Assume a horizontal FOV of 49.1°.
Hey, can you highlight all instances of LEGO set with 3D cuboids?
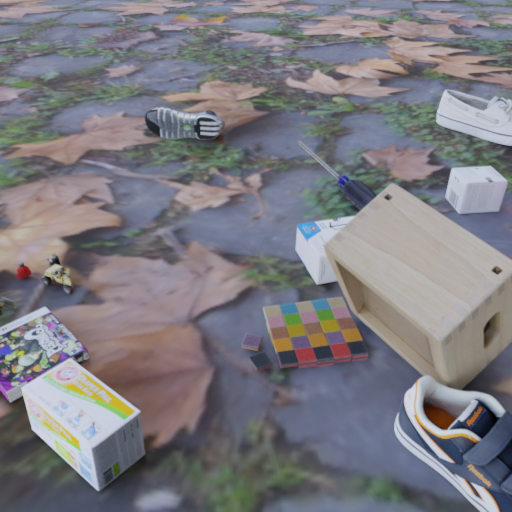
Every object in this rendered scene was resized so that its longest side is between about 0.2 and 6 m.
[{"bbox_3d":[-3.776,0.397,7.783,1.502,0.655,2.312,25,42,31],"label":"LEGO set"}]

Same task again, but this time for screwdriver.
[{"bbox_3d":[1.551,-1.596,10.890,0.447,0.429,3.072,18,24,-31],"label":"screwdriver"}]

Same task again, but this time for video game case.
[{"bbox_3d":[-2.849,1.193,7.031,1.048,0.207,1.157,-28,44,-34],"label":"video game case"}]

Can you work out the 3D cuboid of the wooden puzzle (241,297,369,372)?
[{"bbox_3d":[0.734,1.004,7.365,1.919,0.135,1.138,-6,35,-8],"label":"wooden puzzle"}]

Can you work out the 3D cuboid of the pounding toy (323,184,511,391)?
[{"bbox_3d":[2.062,0.319,6.737,1.564,2.200,2.026,-41,52,-7],"label":"pounding toy"}]

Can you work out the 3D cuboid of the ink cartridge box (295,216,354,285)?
[{"bbox_3d":[1.382,-0.133,8.633,1.308,0.552,0.955,-10,36,-14],"label":"ink cartridge box"}]

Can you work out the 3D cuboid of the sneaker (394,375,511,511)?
[{"bbox_3d":[2.292,1.948,5.447,2.033,0.807,0.797,29,43,33],"label":"sneaker"}]

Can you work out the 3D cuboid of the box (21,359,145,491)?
[{"bbox_3d":[-1.807,1.719,5.848,1.203,0.677,0.610,25,38,32],"label":"box"}]

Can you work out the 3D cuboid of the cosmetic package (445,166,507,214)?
[{"bbox_3d":[3.944,-1.188,10.078,0.767,0.633,0.632,-5,35,-7],"label":"cosmetic package"}]

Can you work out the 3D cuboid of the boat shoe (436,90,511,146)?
[{"bbox_3d":[5.436,-3.188,12.742,2.649,0.870,0.953,29,44,35],"label":"boat shoe"}]

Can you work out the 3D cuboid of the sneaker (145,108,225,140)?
[{"bbox_3d":[-1.566,-3.061,12.890,1.810,0.679,1.045,13,26,12],"label":"sneaker"}]
